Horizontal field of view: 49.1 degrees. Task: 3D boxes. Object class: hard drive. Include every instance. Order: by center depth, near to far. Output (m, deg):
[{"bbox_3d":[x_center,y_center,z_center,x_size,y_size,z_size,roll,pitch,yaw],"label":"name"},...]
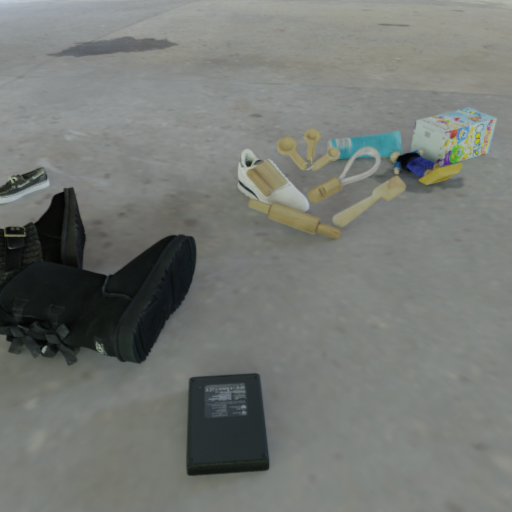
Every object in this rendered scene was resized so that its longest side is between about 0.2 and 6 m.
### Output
[{"bbox_3d":[-0.410,2.261,7.670,1.055,0.249,1.512,-2,34,-4],"label":"hard drive"}]

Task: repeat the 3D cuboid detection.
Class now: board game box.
[{"bbox_3d":[5.338,-3.220,15.194,2.000,1.030,1.049,-18,38,-25],"label":"board game box"}]

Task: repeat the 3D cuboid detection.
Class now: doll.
[{"bbox_3d":[3.999,-2.378,14.475,1.032,0.367,1.513,-35,39,-10],"label":"doll"}]

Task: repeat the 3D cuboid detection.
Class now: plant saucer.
[{"bbox_3d":[4.558,-1.984,13.790,0.818,0.198,0.818,-15,-7,-21],"label":"plant saucer"}]

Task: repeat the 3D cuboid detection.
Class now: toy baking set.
[{"bbox_3d":[1.449,-1.596,12.236,3.304,0.384,2.536,25,72,13],"label":"toy baking set"}]

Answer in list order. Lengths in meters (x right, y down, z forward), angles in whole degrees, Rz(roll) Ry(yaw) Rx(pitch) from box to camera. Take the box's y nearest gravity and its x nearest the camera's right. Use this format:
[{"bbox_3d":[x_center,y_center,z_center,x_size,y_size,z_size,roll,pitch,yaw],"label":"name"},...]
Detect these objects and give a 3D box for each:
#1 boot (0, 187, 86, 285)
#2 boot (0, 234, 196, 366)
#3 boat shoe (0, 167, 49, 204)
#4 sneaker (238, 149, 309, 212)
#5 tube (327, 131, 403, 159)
[{"bbox_3d":[-4.495,-0.412,10.962,2.070,1.042,2.769,-7,35,-10],"label":"boot"},{"bbox_3d":[-2.664,0.529,9.537,2.583,1.166,3.152,8,37,14],"label":"boot"},{"bbox_3d":[-5.733,-1.717,13.423,0.551,0.496,1.558,24,40,31],"label":"boat shoe"},{"bbox_3d":[0.325,-1.660,12.962,0.892,0.940,2.334,-22,41,-33],"label":"sneaker"},{"bbox_3d":[2.987,-2.966,15.225,2.038,0.789,0.514,-5,-6,-5],"label":"tube"}]
